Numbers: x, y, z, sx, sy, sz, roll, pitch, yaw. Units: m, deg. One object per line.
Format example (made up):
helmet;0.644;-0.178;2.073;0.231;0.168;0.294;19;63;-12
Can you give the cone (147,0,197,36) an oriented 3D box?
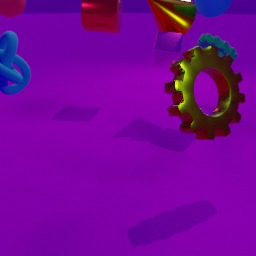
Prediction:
cone;1.068;-3.626;8.592;1.460;1.455;1.455;21;9;-38

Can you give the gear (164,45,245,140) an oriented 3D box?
gear;1.441;-0.631;5.114;1.672;1.672;0.309;-14;5;-28

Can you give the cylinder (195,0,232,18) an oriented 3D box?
cylinder;2.426;-3.950;8.118;1.034;1.034;1.034;14;-8;28

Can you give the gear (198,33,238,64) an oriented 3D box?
gear;3.204;-2.826;10.052;1.466;0.271;1.466;33;4;-3

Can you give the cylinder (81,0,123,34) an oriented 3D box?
cylinder;-0.905;-4.045;9.929;1.249;1.249;1.249;7;25;6

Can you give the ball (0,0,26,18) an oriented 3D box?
ball;-3.461;-3.705;8.060;0.975;0.975;0.975;0;25;0

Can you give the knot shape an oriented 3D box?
knot shape;-2.121;-1.069;5.051;0.520;1.053;1.125;-8;51;-4

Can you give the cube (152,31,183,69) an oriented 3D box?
cube;1.189;-2.348;8.492;0.773;0.773;0.773;11;63;8
